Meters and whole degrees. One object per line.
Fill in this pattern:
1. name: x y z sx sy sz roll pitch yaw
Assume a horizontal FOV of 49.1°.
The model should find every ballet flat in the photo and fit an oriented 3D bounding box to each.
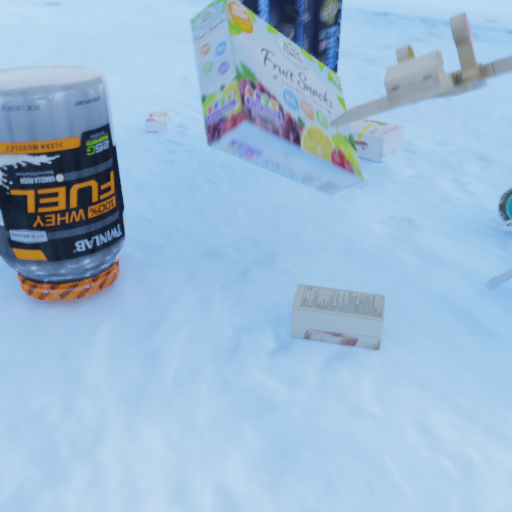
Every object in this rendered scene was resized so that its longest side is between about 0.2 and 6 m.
1. ballet flat: 5.235 -0.919 9.746 2.729 1.013 1.013 -5 33 -12

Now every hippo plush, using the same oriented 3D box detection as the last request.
1. hippo plush: 4.808 -0.128 7.146 2.546 2.028 2.047 -6 27 -10

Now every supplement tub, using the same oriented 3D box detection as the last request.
1. supplement tub: -2.755 -0.979 7.632 1.803 2.942 1.803 -2 26 1

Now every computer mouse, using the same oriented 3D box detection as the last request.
1. computer mouse: -0.118 -3.415 8.804 1.582 0.347 0.867 3 68 29

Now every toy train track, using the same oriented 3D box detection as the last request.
1. toy train track: 2.193 -2.191 6.497 2.295 0.651 4.002 -11 9 30

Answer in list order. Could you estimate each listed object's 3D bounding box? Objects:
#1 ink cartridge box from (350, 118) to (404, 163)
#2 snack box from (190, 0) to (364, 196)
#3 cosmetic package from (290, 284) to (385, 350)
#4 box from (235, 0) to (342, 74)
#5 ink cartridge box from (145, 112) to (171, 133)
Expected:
1. ink cartridge box: 2.450 -2.645 12.512 1.386 0.578 1.006 24 40 32
2. snack box: 0.344 -1.978 7.357 0.674 1.810 2.545 -24 -24 35
3. cosmetic package: 1.058 0.781 7.267 1.165 0.508 0.602 8 34 12
4. box: 0.511 -4.064 10.734 0.628 2.527 2.509 -28 45 -29
5. ink cartridge box: -2.404 -3.302 13.789 0.535 0.311 0.734 0 31 0
